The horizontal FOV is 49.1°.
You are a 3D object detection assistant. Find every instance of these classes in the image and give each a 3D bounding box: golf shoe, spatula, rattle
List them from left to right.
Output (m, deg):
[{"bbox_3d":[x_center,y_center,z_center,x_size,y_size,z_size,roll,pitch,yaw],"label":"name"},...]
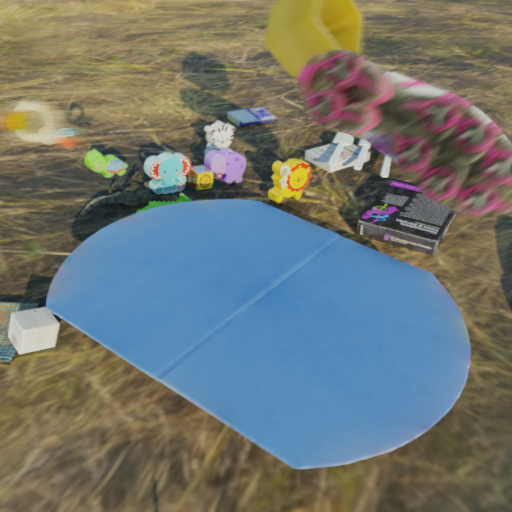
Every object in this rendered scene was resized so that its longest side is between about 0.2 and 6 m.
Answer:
[{"bbox_3d":[-3.097,-1.830,8.140,0.605,0.929,0.663,-57,25,-8],"label":"rattle"},{"bbox_3d":[2.665,-2.553,13.728,1.723,0.199,2.478,15,32,9],"label":"spatula"},{"bbox_3d":[1.894,-1.509,6.538,2.825,1.026,1.301,39,27,15],"label":"golf shoe"}]

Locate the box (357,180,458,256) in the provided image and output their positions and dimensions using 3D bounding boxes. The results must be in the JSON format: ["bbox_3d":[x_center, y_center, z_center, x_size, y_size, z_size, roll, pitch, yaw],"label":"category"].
[{"bbox_3d":[3.170,-0.843,11.409,1.564,0.395,2.187,17,36,25],"label":"box"}]

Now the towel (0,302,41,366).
[{"bbox_3d":[-4.464,1.146,8.563,1.921,0.208,1.409,0,34,-1],"label":"towel"}]

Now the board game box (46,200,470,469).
[{"bbox_3d":[0.069,0.937,8.185,5.707,1.111,4.509,25,36,25],"label":"board game box"}]

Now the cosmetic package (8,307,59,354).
[{"bbox_3d":[-3.285,1.093,8.258,0.544,0.453,0.455,-8,37,-45],"label":"cosmetic package"}]

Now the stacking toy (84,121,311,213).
[{"bbox_3d":[-1.289,-1.916,12.147,4.049,0.951,3.052,-16,35,-34],"label":"stacking toy"}]

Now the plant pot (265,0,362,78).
[{"bbox_3d":[0.896,-3.717,9.225,1.158,1.312,1.313,-9,61,36],"label":"plant pot"}]

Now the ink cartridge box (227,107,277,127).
[{"bbox_3d":[-0.117,-4.009,16.330,1.112,0.264,1.126,-13,37,-22],"label":"ink cartridge box"}]

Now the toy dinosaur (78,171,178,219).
[{"bbox_3d":[-2.791,-1.338,12.108,2.119,0.503,0.934,-12,42,-11],"label":"toy dinosaur"}]

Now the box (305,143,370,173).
[{"bbox_3d":[2.029,-2.507,14.037,1.286,0.265,1.003,-20,39,-26],"label":"box"}]
